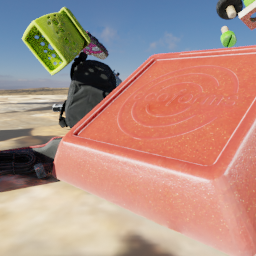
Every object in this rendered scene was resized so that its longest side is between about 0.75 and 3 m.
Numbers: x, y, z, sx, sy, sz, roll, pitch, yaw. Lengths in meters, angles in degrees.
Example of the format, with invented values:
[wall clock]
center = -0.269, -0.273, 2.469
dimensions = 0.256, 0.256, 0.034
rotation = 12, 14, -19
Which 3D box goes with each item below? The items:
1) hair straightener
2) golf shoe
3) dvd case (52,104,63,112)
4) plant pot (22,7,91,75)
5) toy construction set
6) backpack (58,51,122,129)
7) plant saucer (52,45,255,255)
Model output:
[hair straightener]
center = -1.244, 0.344, 3.783
dimensions = 2.311, 0.473, 0.889
rotation = -1, 8, -10
[golf shoe]
center = -1.674, -2.900, 9.682
dimensions = 2.293, 1.056, 0.833
rotation = 24, 24, -44
[dvd case]
center = -2.945, -1.035, 14.205
dimensions = 1.661, 0.273, 2.211
rotation = -2, 9, -13
[plant pot]
center = -1.624, -2.078, 6.622
dimensions = 1.037, 1.143, 1.137
rotation = -46, 20, -28
[toy construction set]
center = 2.042, -1.645, 3.247
dimensions = 1.945, 1.622, 1.495
rotation = -13, 47, 19
[backpack]
center = -0.946, -0.854, 8.085
dimensions = 1.561, 2.058, 2.466
rotation = 20, 4, -3
[plant saucer]
center = 0.572, -0.218, 3.139
dimensions = 2.507, 0.461, 2.512
rotation = 9, 45, 44
